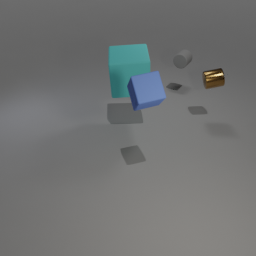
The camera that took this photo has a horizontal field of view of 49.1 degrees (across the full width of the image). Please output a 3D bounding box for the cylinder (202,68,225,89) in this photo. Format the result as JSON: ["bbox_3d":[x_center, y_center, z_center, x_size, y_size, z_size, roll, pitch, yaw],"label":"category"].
[{"bbox_3d":[3.309,-1.911,10.865,0.700,0.700,0.700,-11,31,7],"label":"cylinder"}]

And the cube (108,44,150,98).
[{"bbox_3d":[0.047,-2.078,10.190,1.400,1.400,1.400,-4,41,0],"label":"cube"}]

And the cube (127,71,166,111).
[{"bbox_3d":[0.435,-0.898,6.874,0.700,0.700,0.700,-14,-8,-10],"label":"cube"}]

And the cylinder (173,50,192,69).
[{"bbox_3d":[2.605,-3.271,13.282,0.700,0.700,0.700,18,40,27],"label":"cylinder"}]
